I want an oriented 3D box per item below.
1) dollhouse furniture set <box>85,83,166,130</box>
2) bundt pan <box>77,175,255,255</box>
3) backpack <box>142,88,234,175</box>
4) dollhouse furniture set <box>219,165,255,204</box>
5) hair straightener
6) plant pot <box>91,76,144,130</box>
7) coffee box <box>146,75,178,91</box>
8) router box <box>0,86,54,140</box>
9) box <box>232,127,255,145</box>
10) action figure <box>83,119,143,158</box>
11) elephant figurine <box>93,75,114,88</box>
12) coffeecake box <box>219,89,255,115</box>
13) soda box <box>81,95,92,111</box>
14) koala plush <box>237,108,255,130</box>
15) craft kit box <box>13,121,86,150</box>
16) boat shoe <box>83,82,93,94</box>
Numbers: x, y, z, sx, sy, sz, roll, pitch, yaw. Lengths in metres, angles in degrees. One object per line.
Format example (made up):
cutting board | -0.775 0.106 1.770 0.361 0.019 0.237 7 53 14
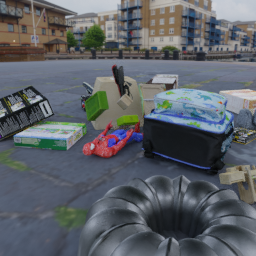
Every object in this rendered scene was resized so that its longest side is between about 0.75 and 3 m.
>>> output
dollhouse furniture set | 0.060 -0.709 9.902 2.897 1.448 1.118 -4 -15 -31
bundt pan | 0.655 1.550 3.890 2.899 1.088 2.899 1 17 0
backpack | 1.844 -0.136 7.988 2.332 1.873 2.548 13 17 25
dollhouse furniture set | 2.373 1.237 6.054 1.251 0.695 1.106 -7 -6 -20
hair straightener | -0.155 -1.443 9.836 0.608 1.580 0.323 15 39 33
plant pot | -0.511 -1.117 11.295 2.002 1.773 2.000 -5 18 -13
coffee box | 1.575 -1.436 12.556 1.141 1.616 2.859 3 17 13
router box | -4.178 -0.675 10.452 2.126 0.728 2.851 -27 28 -19
box | 3.831 0.237 9.500 1.020 0.252 0.815 -16 25 -42
action figure | -0.297 0.275 8.680 0.974 0.770 2.978 18 26 31
elephant figurine | -1.378 -2.130 15.051 1.133 1.460 1.033 -8 19 -23
coffeecake box | 5.636 -1.200 13.131 1.734 0.825 2.259 -5 18 -15
soda box | -1.179 -1.282 13.659 2.097 0.664 0.742 -9 21 -25
koala plush | 5.332 -0.966 10.087 2.002 2.179 1.932 -9 18 -28
craft kit box | -2.523 0.210 9.358 1.787 0.434 1.765 4 20 11
boat shoe | -1.727 -1.712 13.020 1.182 0.365 0.443 38 1 17
